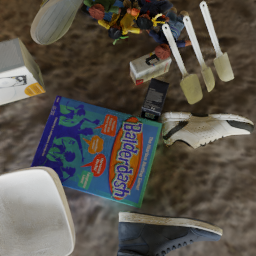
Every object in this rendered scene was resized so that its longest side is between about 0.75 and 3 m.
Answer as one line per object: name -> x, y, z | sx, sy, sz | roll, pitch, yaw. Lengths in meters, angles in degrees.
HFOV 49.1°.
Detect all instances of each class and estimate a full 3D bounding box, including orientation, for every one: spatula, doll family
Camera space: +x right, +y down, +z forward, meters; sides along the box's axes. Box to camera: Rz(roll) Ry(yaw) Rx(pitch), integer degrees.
spatula -> 1.850, -1.925, 7.369 | 1.585, 0.183, 2.280 | -30, 114, -3
doll family -> 0.299, -2.850, 7.453 | 2.993, 1.174, 1.730 | 12, 54, 15

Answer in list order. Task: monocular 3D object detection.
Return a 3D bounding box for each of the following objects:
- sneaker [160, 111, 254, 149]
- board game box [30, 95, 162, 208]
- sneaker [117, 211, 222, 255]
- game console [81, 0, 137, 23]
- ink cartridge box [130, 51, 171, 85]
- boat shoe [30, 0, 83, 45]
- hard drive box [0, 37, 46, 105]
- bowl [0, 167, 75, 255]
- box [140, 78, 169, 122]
sneaker -> 1.994, 0.101, 7.187 | 2.338, 0.862, 0.935 | 1, 79, 9
board game box -> -0.767, 0.576, 7.096 | 2.838, 0.638, 2.158 | 15, 76, 4
sneaker -> 0.888, 2.863, 6.288 | 2.386, 0.907, 1.724 | 2, 65, 10
game console -> -0.440, -3.866, 8.129 | 1.587, 1.354, 0.939 | 27, 51, 7
ink cartridge box -> 0.596, -1.663, 7.625 | 1.015, 0.740, 0.420 | -25, 75, -7
boat shoe -> -2.031, -3.511, 8.136 | 0.815, 0.945, 2.626 | 20, 71, 30
hard drive box -> -3.405, -1.243, 7.039 | 2.144, 1.671, 0.823 | -16, 78, -3
bowl -> -2.283, 1.924, 6.360 | 2.120, 0.793, 2.123 | -15, 97, 8
box -> 0.688, -0.705, 7.321 | 0.505, 0.845, 0.860 | 17, 76, 4
